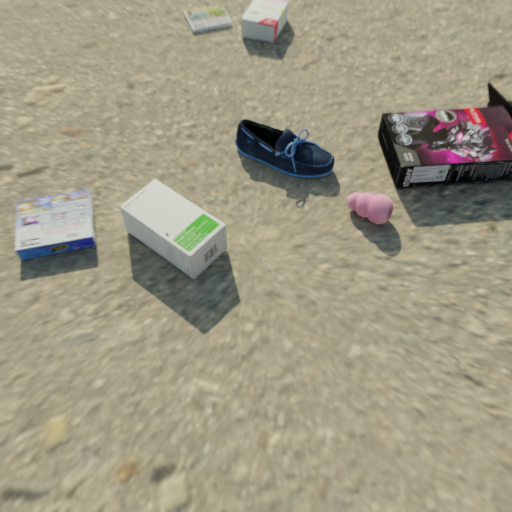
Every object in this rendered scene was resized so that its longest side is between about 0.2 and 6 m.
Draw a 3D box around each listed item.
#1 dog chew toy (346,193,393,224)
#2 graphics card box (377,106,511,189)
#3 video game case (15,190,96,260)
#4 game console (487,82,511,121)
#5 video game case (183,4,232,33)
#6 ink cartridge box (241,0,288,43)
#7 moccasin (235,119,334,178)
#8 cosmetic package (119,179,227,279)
[{"bbox_3d":[2.011,-0.896,10.018,0.832,0.518,0.518,23,55,27],"label":"dog chew toy"},{"bbox_3d":[3.782,-2.123,10.849,2.549,0.648,1.599,-4,53,-2],"label":"graphics card box"},{"bbox_3d":[-3.530,-0.565,9.867,1.299,0.295,1.177,-11,53,-8],"label":"video game case"},{"bbox_3d":[5.287,-3.024,11.465,0.982,0.650,1.116,-9,53,-17],"label":"game console"},{"bbox_3d":[-1.226,-6.006,14.167,1.031,0.118,0.938,-16,54,-11],"label":"video game case"},{"bbox_3d":[0.226,-5.830,13.782,0.868,0.499,1.195,16,54,12],"label":"ink cartridge box"},{"bbox_3d":[0.504,-2.070,10.766,2.052,0.700,0.826,16,54,13],"label":"moccasin"},{"bbox_3d":[-1.399,-0.470,9.537,1.675,0.710,0.901,33,61,21],"label":"cosmetic package"}]
